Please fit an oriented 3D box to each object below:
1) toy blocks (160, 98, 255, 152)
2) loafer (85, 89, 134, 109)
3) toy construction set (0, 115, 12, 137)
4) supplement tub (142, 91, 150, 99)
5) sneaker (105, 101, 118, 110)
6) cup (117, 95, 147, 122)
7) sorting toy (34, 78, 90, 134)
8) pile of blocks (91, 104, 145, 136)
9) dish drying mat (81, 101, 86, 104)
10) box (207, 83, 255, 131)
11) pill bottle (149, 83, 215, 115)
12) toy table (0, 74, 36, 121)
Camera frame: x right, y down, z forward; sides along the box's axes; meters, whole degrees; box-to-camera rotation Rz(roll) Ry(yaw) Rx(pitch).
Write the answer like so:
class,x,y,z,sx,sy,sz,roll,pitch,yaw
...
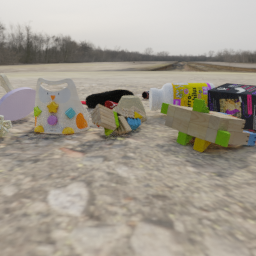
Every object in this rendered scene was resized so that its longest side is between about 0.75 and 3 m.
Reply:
class,x,y,z,sx,sy,sz,roll,pitch,yaw
toy blocks,2.671,-0.112,8.942,1.995,1.458,2.918,4,11,-33
loafer,-0.976,-1.626,14.992,2.658,0.970,0.948,-4,15,-12
toy construction set,-4.708,-0.010,8.489,1.580,1.110,2.410,-22,4,9
supplement tub,1.325,-2.156,18.029,0.492,0.492,0.920,11,18,37
sneaker,-0.603,-1.097,14.278,1.130,0.443,0.653,25,17,32
cup,0.108,-0.849,11.945,1.406,1.005,1.406,0,15,0
sorting toy,-2.572,-0.833,10.039,2.137,1.924,1.142,2,14,9
pile of blocks,-0.334,-0.151,10.090,0.845,1.116,2.720,-41,-22,32
dish drying mat,-2.487,-1.454,16.086,0.406,0.096,1.056,-11,19,-34
box,4.624,-0.847,10.870,1.615,1.401,2.641,-21,25,-38
pill bottle,2.438,-1.306,12.760,2.850,1.486,1.486,-1,15,-2
toy table,-5.010,-1.221,12.039,1.238,1.944,2.115,24,21,24
